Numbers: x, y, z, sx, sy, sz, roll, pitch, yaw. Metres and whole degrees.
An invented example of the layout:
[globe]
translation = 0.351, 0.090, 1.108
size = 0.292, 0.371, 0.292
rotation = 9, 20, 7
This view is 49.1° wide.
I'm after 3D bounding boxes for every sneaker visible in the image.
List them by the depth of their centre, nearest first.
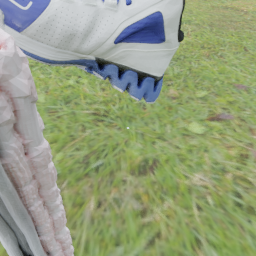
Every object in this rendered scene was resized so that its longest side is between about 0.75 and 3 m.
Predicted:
[sneaker]
translation = -0.284, -1.518, 3.571
size = 2.864, 1.654, 1.157
rotation = 16, 28, -39

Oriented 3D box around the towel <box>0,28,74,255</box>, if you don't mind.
[towel]
translation = -1.305, 0.026, 1.743
size = 2.212, 2.316, 0.373
rotation = 32, 56, 17
